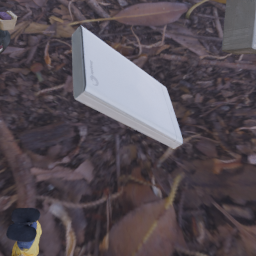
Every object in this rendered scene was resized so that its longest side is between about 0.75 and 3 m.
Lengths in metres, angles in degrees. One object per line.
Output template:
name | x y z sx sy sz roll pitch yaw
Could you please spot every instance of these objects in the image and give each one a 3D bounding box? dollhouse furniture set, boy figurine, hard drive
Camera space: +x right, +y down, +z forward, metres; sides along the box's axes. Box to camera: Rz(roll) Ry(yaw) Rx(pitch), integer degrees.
dollhouse furniture set | -3.254 -2.672 5.365 1.360 1.218 1.716 40 42 25
boy figurine | -1.634 1.750 4.489 0.458 1.423 0.884 10 50 -13
hard drive | 0.029 -0.486 3.714 0.230 1.725 1.138 -35 47 30

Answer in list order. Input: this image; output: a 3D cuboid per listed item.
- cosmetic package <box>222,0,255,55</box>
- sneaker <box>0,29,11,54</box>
cosmetic package | 2.381 -2.213 5.585 0.620 1.375 0.734 1 9 -35
sneaker | -4.413 -2.288 6.729 2.707 1.564 1.024 -13 60 1
